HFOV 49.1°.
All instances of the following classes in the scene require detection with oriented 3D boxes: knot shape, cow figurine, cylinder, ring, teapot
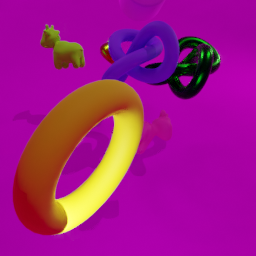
[{"bbox_3d":[1.184,-1.406,6.642,1.837,0.907,1.963,-13,32,27],"label":"knot shape"},{"bbox_3d":[-1.815,-2.263,7.805,1.247,1.227,0.684,1,17,21],"label":"cow figurine"},{"bbox_3d":[0.283,0.028,5.026,0.983,0.539,0.967,14,38,24],"label":"cow figurine"},{"bbox_3d":[0.407,-3.602,7.373,1.234,1.234,1.234,-4,4,-5],"label":"cylinder"},{"bbox_3d":[0.305,-1.601,6.148,1.840,0.909,1.967,1,56,42],"label":"knot shape"},{"bbox_3d":[-0.335,0.265,2.400,0.286,1.428,1.428,30,44,24],"label":"ring"},{"bbox_3d":[-0.460,-2.310,8.415,0.762,0.600,1.225,28,22,-46],"label":"teapot"}]
